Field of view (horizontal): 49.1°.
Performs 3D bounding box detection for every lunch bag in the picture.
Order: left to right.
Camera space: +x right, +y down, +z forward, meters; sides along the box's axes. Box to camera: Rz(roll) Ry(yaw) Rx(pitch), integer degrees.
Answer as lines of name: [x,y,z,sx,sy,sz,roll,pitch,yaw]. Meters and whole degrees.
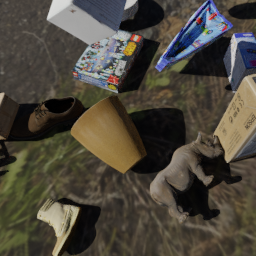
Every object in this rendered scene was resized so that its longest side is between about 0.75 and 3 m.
lunch bag: [1.471,-2.108,7.175,1.874,1.411,0.881,-43,95,4]

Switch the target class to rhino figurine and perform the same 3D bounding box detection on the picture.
rhino figurine: [1.732,1.150,7.769,1.265,0.865,2.894,35,64,17]

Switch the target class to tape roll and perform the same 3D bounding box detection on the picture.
tape roll: [-0.847,-4.981,11.269,2.567,0.469,2.567,-3,48,3]

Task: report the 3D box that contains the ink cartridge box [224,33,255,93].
ink cartridge box: [3.874,-2.327,9.535,0.712,1.273,1.866,-4,60,-2]

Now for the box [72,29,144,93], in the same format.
box: [-0.662,-2.569,10.123,1.731,0.504,2.528,19,62,11]

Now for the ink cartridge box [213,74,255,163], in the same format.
ink cartridge box: [3.884,-0.333,7.454,2.378,2.887,1.084,-13,61,-6]

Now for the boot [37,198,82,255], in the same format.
boot: [-1.889,2.521,7.179,1.019,0.477,1.311,16,60,9]

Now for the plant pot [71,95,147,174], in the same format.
plant pot: [-0.382,0.323,7.919,1.710,1.710,1.835,-37,79,-19]

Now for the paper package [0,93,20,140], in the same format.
paper package: [-4.091,-0.297,8.481,1.228,0.666,1.288,-7,58,27]

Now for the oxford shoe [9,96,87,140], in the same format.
oxford shoe: [-2.580,-0.410,8.513,2.458,1.038,0.893,-23,60,-1]

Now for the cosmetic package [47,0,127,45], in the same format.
cosmetic package: [-0.965,-3.314,7.142,1.388,1.397,1.669,3,74,52]
